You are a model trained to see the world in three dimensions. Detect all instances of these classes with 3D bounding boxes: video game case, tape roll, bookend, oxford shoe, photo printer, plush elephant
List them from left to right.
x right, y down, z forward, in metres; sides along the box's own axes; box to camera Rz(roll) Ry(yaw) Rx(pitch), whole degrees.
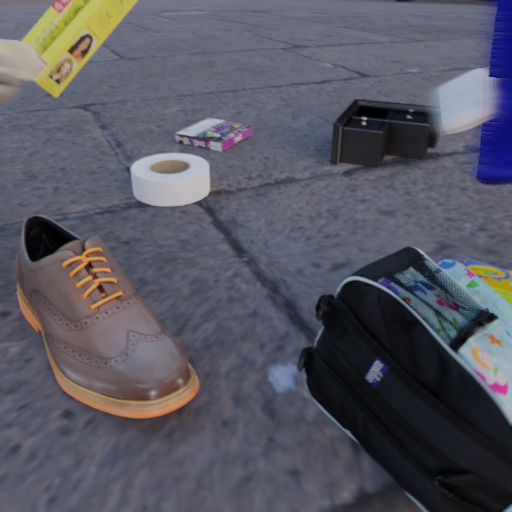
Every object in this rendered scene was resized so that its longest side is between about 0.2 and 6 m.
[{"bbox_3d":[-3.373,-2.230,6.444,1.369,1.456,1.768,37,3,-26],"label":"plush elephant"},{"bbox_3d":[-2.069,0.608,6.850,1.329,1.359,3.729,-26,39,-37],"label":"oxford shoe"},{"bbox_3d":[-1.745,-1.575,11.420,1.594,0.557,1.594,0,31,0],"label":"tape roll"},{"bbox_3d":[-1.067,-3.129,14.378,1.401,0.277,1.546,15,34,25],"label":"video game case"},{"bbox_3d":[3.078,-2.828,13.138,2.181,1.011,2.195,12,32,19],"label":"bookend"},{"bbox_3d":[3.997,-2.915,10.716,0.952,0.397,1.145,-22,51,38],"label":"photo printer"}]

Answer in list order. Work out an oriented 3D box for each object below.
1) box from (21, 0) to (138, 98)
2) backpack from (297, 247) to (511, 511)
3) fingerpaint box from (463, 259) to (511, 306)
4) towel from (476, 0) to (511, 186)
[{"bbox_3d":[-3.144,-4.099,9.869,0.959,2.549,0.639,42,2,23],"label":"box"},{"bbox_3d":[1.694,1.229,5.178,1.660,1.958,2.205,-17,50,-32],"label":"backpack"},{"bbox_3d":[3.314,0.962,6.853,2.030,0.745,1.694,18,35,27],"label":"fingerpaint box"},{"bbox_3d":[3.334,-2.103,6.565,0.618,2.496,1.843,6,0,-21],"label":"towel"}]
